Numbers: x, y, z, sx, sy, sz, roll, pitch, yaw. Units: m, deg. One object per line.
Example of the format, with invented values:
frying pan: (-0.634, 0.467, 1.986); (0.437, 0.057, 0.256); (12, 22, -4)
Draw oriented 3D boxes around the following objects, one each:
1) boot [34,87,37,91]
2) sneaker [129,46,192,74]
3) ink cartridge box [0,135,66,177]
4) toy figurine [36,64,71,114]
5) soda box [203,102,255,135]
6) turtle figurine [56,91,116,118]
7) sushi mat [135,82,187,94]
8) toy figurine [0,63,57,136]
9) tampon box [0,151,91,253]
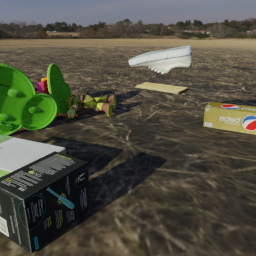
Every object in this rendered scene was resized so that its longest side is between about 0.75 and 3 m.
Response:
boot: (-4.505, -1.721, 12.687); (0.949, 0.377, 1.090); (5, 5, -8)
sneaker: (0.720, -1.457, 6.277); (1.440, 0.510, 0.526); (-4, 23, 22)
ink cartridge box: (-2.520, 0.723, 5.702); (2.320, 0.688, 1.205); (9, 22, 24)
toy figurine: (-3.385, -1.147, 10.021); (2.183, 1.780, 2.372); (-8, -4, 5)
soda box: (3.431, -0.288, 8.489); (2.099, 0.672, 0.711); (11, 24, 26)
turtle figurine: (-1.431, -0.957, 10.173); (1.904, 0.761, 2.362); (5, 21, 12)
sushi mat: (1.642, -1.997, 13.910); (2.417, 0.146, 1.156); (14, 24, 32)
toy figurine: (-3.965, -1.289, 8.332); (2.987, 2.242, 2.749); (9, 26, -46)
tampon box: (-1.302, 1.074, 4.384); (0.790, 0.937, 1.251); (13, 24, 32)
